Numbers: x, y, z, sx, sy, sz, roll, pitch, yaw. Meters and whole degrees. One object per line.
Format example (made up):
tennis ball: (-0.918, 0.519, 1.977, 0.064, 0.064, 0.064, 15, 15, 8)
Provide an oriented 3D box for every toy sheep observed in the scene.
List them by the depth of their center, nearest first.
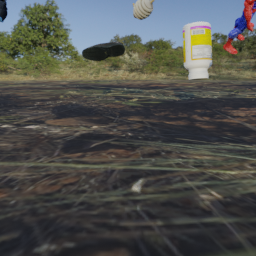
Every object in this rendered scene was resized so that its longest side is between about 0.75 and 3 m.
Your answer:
toy sheep: (0.582, -4.531, 10.572, 0.777, 0.777, 1.127, -9, -10, -36)

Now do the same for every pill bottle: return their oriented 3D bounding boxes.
pill bottle: (2.567, -2.796, 10.354, 1.029, 1.975, 1.029, -3, 4, 0)

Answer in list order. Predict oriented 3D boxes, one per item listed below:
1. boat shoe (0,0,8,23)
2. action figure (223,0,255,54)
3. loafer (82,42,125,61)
boat shoe: (-3.587, -3.596, 7.732, 0.774, 0.632, 1.840, 4, 43, -49)
action figure: (2.826, -2.660, 6.471, 0.621, 0.786, 2.402, 31, -12, 15)
loafer: (-0.991, -3.124, 11.304, 1.724, 0.628, 0.623, -6, 36, -2)
